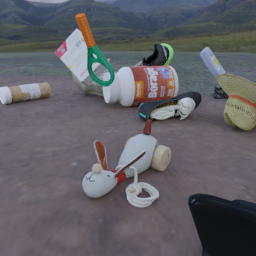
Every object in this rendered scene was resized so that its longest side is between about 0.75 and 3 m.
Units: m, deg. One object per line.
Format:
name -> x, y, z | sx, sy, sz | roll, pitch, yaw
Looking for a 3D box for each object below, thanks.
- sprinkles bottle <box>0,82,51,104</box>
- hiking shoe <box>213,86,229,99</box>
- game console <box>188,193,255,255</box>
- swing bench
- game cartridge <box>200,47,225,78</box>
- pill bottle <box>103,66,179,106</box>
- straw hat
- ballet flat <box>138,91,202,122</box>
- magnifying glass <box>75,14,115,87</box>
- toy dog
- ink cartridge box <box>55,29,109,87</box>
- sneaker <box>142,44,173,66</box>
sprinkles bottle -> -4.530, -1.568, 12.423 | 2.123, 0.724, 0.724 | -17, 25, -40
hiking shoe -> 4.580, -1.718, 13.009 | 1.276, 0.642, 0.483 | -5, 19, -15
game console -> 2.261, 1.192, 2.995 | 2.680, 1.560, 2.357 | 12, 22, 31
swing bench -> -0.921, -2.314, 13.414 | 2.492, 1.625, 2.505 | 18, 30, 40
game cartridge -> 3.124, -2.349, 10.297 | 0.252, 1.245, 0.830 | -30, 11, 42
pill bottle -> 0.481, -1.710, 11.494 | 2.846, 1.597, 1.597 | -6, 20, -17
straw hat -> 3.542, -0.515, 8.617 | 2.548, 1.078, 2.548 | 33, 2, -2
ballet flat -> 1.595, -0.634, 9.738 | 2.483, 0.844, 0.849 | -15, 31, -12
magnifying glass -> -0.754, -1.670, 6.244 | 0.682, 1.714, 0.192 | 9, 48, 31
toy dog -> 0.054, 0.516, 5.726 | 1.476, 1.078, 2.237 | 5, 19, 16
ink cartridge box -> -1.502, -2.320, 9.353 | 1.534, 1.113, 0.640 | 49, 7, 16
sneaker -> 0.994, -2.612, 12.654 | 1.116, 2.664, 1.022 | 16, 25, -23
